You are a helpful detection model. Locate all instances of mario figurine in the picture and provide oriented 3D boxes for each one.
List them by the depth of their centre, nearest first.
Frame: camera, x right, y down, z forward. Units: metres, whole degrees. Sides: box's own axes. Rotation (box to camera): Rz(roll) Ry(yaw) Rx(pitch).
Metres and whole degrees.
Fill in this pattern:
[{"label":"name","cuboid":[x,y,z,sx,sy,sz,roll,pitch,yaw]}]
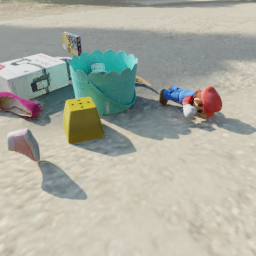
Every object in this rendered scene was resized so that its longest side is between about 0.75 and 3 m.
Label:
[{"label":"mario figurine","cuboid":[2.371,-0.879,10.531,2.446,1.297,1.510,19,72,45]}]

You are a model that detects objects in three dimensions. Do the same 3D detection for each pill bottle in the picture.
[{"label":"pill bottle","cuboid":[-1.164,-2.008,11.510,0.676,1.195,0.676,-10,-1,0]}]

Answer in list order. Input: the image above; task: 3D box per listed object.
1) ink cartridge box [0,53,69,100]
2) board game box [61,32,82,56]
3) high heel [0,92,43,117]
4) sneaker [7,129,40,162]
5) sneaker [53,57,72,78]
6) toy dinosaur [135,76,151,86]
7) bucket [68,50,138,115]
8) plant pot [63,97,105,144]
[{"label":"ink cartridge box","cuboid":[-4.282,-2.237,12.160,2.014,1.156,2.773,26,40,35]},{"label":"board game box","cuboid":[-3.362,-5.028,16.679,0.283,1.109,1.637,-27,42,-35]},{"label":"high heel","cuboid":[-4.320,-0.805,10.318,2.173,0.732,1.042,13,22,-3]},{"label":"sneaker","cuboid":[-2.873,0.516,7.670,0.686,1.312,0.494,-10,52,-3]},{"label":"sneaker","cuboid":[-3.115,-3.179,13.842,2.636,0.985,1.081,12,34,19]},{"label":"toy dinosaur","cuboid":[-0.090,-2.376,13.000,2.810,0.849,1.493,6,59,16]},{"label":"bucket","cuboid":[-0.910,-1.826,10.951,2.724,1.772,2.724,0,33,0]},{"label":"plant pot","cuboid":[-1.509,-0.343,9.240,1.213,1.070,1.213,-10,34,-17]}]
